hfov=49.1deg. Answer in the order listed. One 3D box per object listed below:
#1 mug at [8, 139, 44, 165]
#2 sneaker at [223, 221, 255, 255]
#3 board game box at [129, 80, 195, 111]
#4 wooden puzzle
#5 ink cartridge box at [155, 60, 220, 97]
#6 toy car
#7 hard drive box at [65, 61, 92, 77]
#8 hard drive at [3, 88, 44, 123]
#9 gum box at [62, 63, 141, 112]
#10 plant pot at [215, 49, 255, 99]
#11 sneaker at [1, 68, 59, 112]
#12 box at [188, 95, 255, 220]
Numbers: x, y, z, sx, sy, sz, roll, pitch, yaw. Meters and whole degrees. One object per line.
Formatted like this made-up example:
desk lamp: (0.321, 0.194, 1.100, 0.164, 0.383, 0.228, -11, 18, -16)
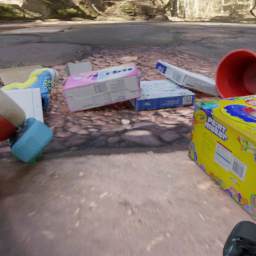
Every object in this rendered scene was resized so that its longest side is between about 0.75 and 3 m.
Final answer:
mug: (-2.448, 0.463, 6.752, 0.806, 0.607, 0.981, 11, 49, 2)
sneaker: (1.645, 1.860, 3.669, 0.778, 0.818, 2.064, 8, 25, 20)
board game box: (1.084, -1.323, 10.733, 2.172, 0.471, 2.161, -6, 26, -13)
wooden puzzle: (-4.587, -2.204, 12.638, 2.052, 0.513, 2.215, -14, 33, -26)
ink cartridge box: (2.740, -2.027, 11.818, 2.552, 0.518, 2.547, 12, 20, -24)
toy car: (-3.159, 0.216, 5.157, 2.493, 2.298, 2.205, -49, 22, -12)
hard drive box: (-2.171, -2.491, 12.619, 1.100, 0.858, 0.423, -18, 11, -33)
hard drive: (-3.822, -0.410, 8.181, 2.534, 0.338, 1.671, -7, 55, -15)
gum box: (-0.818, -1.509, 9.993, 2.678, 0.885, 1.520, -11, 28, 4)
plant pot: (4.546, -1.882, 10.515, 1.729, 1.954, 1.954, -7, 24, -41)
sneaker: (-3.130, -1.199, 10.017, 1.543, 1.112, 2.937, 23, 41, 19)
box: (2.953, 0.389, 5.996, 2.308, 1.462, 2.396, -8, 27, -19)
